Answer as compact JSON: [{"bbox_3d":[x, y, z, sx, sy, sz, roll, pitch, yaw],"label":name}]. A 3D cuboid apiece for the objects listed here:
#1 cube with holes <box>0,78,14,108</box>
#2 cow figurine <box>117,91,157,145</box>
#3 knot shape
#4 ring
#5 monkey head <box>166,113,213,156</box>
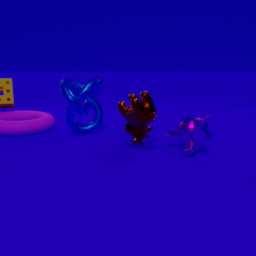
[{"bbox_3d":[-3.951,-1.047,8.620,0.767,0.767,0.767,-4,-4,-21],"label":"cube with holes"},{"bbox_3d":[0.265,-0.168,5.898,0.634,1.136,1.154,-38,17,-24],"label":"cow figurine"},{"bbox_3d":[-1.097,-0.754,7.346,0.712,1.541,1.442,7,45,33],"label":"knot shape"},{"bbox_3d":[-3.044,-0.168,7.890,1.889,0.378,1.889,1,13,0],"label":"ring"},{"bbox_3d":[1.270,0.145,5.744,1.156,0.696,0.831,-28,2,44],"label":"monkey head"}]
